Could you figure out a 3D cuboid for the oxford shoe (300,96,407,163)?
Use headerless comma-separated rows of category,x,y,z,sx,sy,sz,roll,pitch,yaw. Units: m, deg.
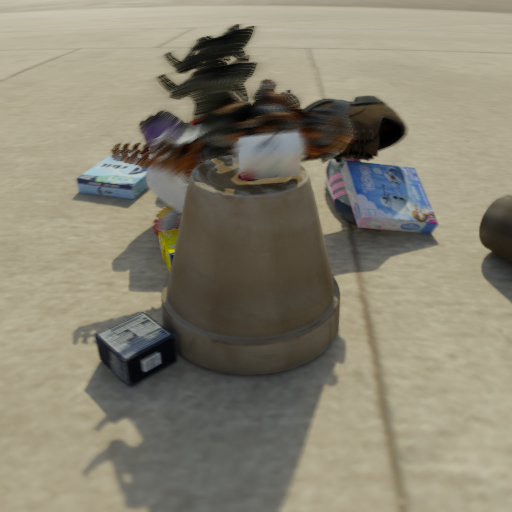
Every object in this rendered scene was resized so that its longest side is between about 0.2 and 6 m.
oxford shoe,1.840,-2.521,11.577,3.265,1.186,1.378,-22,47,-26

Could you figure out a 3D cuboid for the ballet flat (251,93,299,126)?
ballet flat,0.305,-2.521,10.997,0.477,0.694,2.060,22,54,19

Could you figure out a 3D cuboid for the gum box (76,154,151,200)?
gum box,-3.233,-1.966,13.637,1.486,0.390,1.749,9,31,15

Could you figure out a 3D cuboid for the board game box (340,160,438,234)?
board game box,2.724,-1.233,11.584,1.660,0.362,1.668,3,50,-15

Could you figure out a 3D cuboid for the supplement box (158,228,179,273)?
supplement box,-1.433,-0.070,10.281,0.503,0.500,0.919,-11,32,-19

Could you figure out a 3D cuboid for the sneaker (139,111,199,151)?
sneaker,-1.735,-2.783,12.257,0.820,0.948,2.164,-29,4,25

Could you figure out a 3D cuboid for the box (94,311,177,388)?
box,-1.690,1.301,7.925,0.830,0.511,0.823,-25,38,-36

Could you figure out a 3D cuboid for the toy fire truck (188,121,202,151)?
toy fire truck,-1.081,-3.199,14.227,1.682,1.910,1.229,-3,30,-6

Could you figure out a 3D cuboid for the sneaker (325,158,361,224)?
sneaker,2.116,-1.646,12.378,0.920,1.075,2.621,-4,35,-12

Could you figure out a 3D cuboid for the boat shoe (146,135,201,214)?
boat shoe,-0.785,-1.075,10.562,3.425,1.144,1.260,32,52,16

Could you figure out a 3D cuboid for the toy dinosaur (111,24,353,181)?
toy dinosaur,-0.417,-2.106,9.477,3.975,2.698,2.030,-24,41,-11

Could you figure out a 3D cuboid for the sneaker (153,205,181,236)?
sneaker,-1.250,-0.882,11.507,0.752,0.712,1.830,23,52,25

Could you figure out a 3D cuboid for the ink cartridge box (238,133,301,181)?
ink cartridge box,0.170,-1.300,7.384,0.775,0.563,0.323,-6,65,-3

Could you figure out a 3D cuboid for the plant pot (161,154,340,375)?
plant pot,-0.096,-0.082,8.351,2.842,2.466,2.842,0,30,0

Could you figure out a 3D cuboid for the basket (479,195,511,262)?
basket,5.073,-0.280,9.858,1.761,1.329,1.954,25,8,-33
